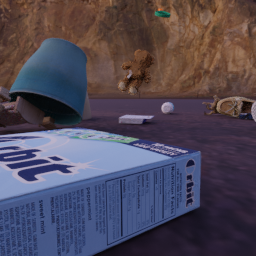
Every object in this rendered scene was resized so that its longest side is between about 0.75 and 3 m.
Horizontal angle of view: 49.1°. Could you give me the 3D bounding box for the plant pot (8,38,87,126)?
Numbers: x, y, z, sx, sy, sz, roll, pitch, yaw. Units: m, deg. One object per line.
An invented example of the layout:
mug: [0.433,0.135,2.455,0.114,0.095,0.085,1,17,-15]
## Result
plant pot: [-2.191,-1.449,8.446,2.200,2.067,2.200,11,-20,4]

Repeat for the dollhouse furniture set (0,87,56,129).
dollhouse furniture set: [-3.764,0.008,7.614,2.307,1.321,2.705,-7,-24,23]

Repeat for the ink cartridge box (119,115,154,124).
ink cartridge box: [0.347,-0.314,10.443,1.166,0.253,1.145,4,8,13]

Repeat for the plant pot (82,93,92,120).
plant pot: [-2.936,-1.857,11.982,2.743,2.929,2.743,1,7,0]

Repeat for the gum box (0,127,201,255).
gum box: [-1.061,0.484,2.607,2.689,0.599,2.284,-6,9,-40]

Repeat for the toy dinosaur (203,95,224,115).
toy dinosaur: [4.340,-0.884,13.776,1.102,0.634,2.179,2,-18,35]

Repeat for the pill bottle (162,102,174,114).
pill bottle: [2.121,-1.057,14.910,0.603,0.603,1.088,2,7,13]

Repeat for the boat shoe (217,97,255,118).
boat shoe: [5.195,-0.882,12.232,2.529,0.927,0.793,4,8,20]

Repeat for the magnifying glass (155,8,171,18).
magnifying glass: [0.801,-2.728,6.637,0.358,0.101,0.901,7,32,-3]

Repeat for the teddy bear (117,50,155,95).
teddy bear: [0.320,-2.036,10.519,1.293,1.783,0.595,3,-19,24]

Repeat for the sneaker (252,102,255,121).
sneaker: [4.530,-0.296,8.018,0.851,0.840,2.142,-7,20,-14]

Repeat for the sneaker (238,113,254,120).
sneaker: [5.028,-0.497,11.649,0.309,0.304,0.802,-10,13,-36]
